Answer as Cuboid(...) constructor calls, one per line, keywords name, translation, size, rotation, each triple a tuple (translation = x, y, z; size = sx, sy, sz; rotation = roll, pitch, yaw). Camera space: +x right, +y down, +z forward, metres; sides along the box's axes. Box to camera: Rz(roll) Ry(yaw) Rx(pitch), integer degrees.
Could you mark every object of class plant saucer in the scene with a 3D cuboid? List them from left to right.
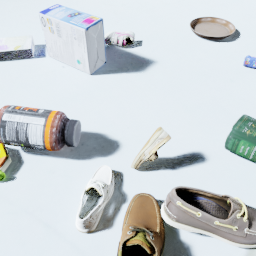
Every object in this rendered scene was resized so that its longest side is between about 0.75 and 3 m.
Cuboid(name="plant saucer", translation=(4.056, -4.810, 13.599), size=(2.167, 0.348, 2.167), rotation=(1, 45, -1))

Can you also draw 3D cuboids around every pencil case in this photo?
Cuboid(name="pencil case", translation=(5.252, -2.646, 11.353), size=(1.100, 0.478, 0.429), rotation=(17, 23, 15))

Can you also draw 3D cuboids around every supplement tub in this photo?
Cuboid(name="supplement tub", translation=(-2.494, 0.029, 7.972), size=(2.209, 1.181, 1.181), rotation=(7, 46, 3))

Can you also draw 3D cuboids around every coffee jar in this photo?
Cuboid(name="coffee jar", translation=(3.980, 0.580, 7.765), size=(2.299, 0.981, 1.199), rotation=(30, 46, 28))

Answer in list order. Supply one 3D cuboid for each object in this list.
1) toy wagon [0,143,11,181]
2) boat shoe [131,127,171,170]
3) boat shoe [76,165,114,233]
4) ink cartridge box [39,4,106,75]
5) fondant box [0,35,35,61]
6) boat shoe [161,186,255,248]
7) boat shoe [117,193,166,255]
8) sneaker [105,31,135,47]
Cuboid(name="toy wagon", translation=(-4.260, 1.068, 7.717), size=(1.892, 0.374, 1.468), rotation=(-23, 49, -21))
Cuboid(name="boat shoe", translation=(0.615, 0.654, 7.532), size=(0.505, 1.460, 0.538), rotation=(37, 26, 3))
Cuboid(name="boat shoe", translation=(-0.777, 1.609, 6.975), size=(0.672, 0.658, 1.897), rotation=(9, 46, 9))
Cuboid(name="ink cartridge box", translation=(-2.359, -3.660, 11.278), size=(2.912, 1.987, 1.112), rotation=(26, 50, 23))
Cuboid(name="fondant box", translation=(-4.977, -3.467, 12.155), size=(1.682, 0.490, 1.214), rotation=(-9, 46, -7))
Cuboid(name="boat shoe", translation=(2.166, 1.951, 6.337), size=(2.726, 0.811, 0.979), rotation=(13, 39, 1))
Cuboid(name="boat shoe", translation=(0.308, 2.502, 5.861), size=(1.030, 0.973, 2.863), rotation=(4, 45, 4))
Cuboid(name="sneaker", translation=(-0.357, -3.981, 12.578), size=(1.513, 0.615, 0.667), rotation=(-10, 44, -9))
